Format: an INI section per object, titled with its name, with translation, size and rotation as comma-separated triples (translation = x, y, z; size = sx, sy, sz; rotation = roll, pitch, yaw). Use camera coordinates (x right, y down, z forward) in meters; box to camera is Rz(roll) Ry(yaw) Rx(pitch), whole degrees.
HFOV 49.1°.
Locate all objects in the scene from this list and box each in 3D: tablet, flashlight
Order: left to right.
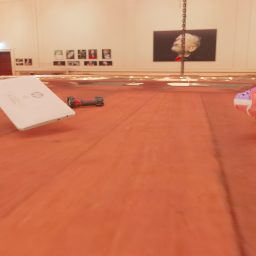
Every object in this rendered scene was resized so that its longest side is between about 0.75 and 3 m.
[tablet]
translation = -2.463, -0.721, 6.939
size = 1.422, 0.149, 2.186
rotation = -20, 46, -38
[flashlight]
translation = -1.603, -1.020, 10.603
size = 1.358, 0.460, 0.462
rotation = -8, 12, -27

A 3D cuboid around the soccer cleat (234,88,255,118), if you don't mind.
[soccer cleat]
translation = 3.630, -0.628, 6.319
size = 2.818, 0.961, 1.031
rotation = -6, 13, -33
